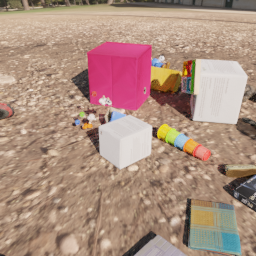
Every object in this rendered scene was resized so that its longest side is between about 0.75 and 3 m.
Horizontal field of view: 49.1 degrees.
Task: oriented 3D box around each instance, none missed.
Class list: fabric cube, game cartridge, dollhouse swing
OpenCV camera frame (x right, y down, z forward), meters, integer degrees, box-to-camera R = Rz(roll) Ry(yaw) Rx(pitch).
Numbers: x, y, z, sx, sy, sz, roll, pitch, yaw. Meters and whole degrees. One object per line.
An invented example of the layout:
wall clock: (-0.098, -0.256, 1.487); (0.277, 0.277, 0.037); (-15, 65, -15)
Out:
fabric cube: (-0.318, -2.622, 13.651); (2.526, 2.518, 2.478); (10, 30, 17)
game cartridge: (0.530, 2.972, 6.014); (0.887, 0.263, 1.369); (22, 36, 40)
dollhouse swing: (2.065, -2.523, 15.694); (1.843, 1.620, 1.675); (16, 75, 25)

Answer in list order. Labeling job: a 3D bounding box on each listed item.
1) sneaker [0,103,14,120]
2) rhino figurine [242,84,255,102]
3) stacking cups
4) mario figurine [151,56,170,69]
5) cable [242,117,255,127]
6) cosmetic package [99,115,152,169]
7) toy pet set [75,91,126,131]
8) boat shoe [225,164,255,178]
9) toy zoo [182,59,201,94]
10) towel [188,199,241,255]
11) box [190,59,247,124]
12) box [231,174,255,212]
sneaker: (-5.913, -0.526, 11.695); (2.142, 0.757, 1.047); (-6, 29, -5)
rhino figurine: (5.908, -1.808, 13.975); (2.608, 0.780, 1.140); (22, 35, 30)
stacking cups: (1.978, 0.495, 10.004); (0.620, 0.620, 2.050); (-23, 36, -35)
mario figurine: (1.610, -4.409, 18.149); (2.156, 1.143, 1.331); (24, 3, 24)
cable: (5.351, -0.185, 11.457); (0.751, 0.389, 1.546); (-6, 30, -11)
cosmetic package: (-0.091, 0.431, 9.554); (1.412, 1.175, 1.182); (-22, 36, -35)
toy pet set: (-0.995, -0.337, 10.836); (1.545, 1.655, 0.879); (17, 33, -29)
boat shoe: (3.682, 1.306, 8.741); (1.236, 0.453, 0.387); (3, 32, 6)
toy zoo: (2.569, -2.133, 11.711); (0.212, 1.358, 2.071); (0, 11, -5)
towel: (2.131, 2.449, 7.013); (1.192, 0.176, 1.625); (6, 29, 11)
box: (3.816, -1.647, 12.190); (1.883, 2.188, 2.198); (5, 30, 7)
box: (3.721, 1.860, 7.946); (1.211, 0.264, 0.970); (-19, 35, -30)
